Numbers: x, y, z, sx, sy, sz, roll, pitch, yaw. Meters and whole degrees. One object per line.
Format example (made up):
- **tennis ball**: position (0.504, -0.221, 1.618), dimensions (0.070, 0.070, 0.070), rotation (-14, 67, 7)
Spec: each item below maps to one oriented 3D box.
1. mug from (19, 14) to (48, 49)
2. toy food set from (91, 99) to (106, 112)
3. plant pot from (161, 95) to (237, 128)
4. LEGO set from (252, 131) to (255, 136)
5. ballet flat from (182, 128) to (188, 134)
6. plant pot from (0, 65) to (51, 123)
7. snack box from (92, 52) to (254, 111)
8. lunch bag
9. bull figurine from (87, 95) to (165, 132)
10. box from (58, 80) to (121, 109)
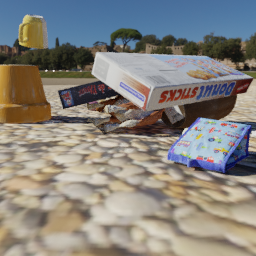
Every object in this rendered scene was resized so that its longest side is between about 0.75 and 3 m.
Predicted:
- **mug**: position (-3.206, -3.312, 9.617), dimensions (0.970, 0.994, 1.211), rotation (3, 27, -20)
- **toy food set**: position (-0.955, -0.861, 11.744), dimensions (1.393, 0.345, 2.192), rotation (-6, 20, -29)
- **plant pot**: position (1.778, -0.736, 7.838), dimensions (1.790, 1.790, 1.916), rotation (10, 28, 43)
- **LEGO set**: position (4.192, 0.245, 5.758), dimensions (1.932, 0.635, 2.586), rotation (-4, 1, -12)
- **ballet flat**: position (1.304, 0.201, 5.981), dimensions (0.279, 0.302, 0.895), rotation (-12, 12, -10)
- **plant pot**: position (-3.590, -1.178, 9.308), dimensions (1.934, 1.771, 1.934), rotation (0, 10, 0)
- **snack box**: position (0.807, -0.728, 3.932), dimensions (2.629, 0.320, 0.945), rotation (-13, 40, -45)
- **lunch bag**: position (1.353, 0.332, 4.712), dimensions (0.980, 0.613, 1.302), rotation (12, 25, 38)
- **bull figurine**: position (-0.123, -0.495, 7.973), dimensions (1.706, 0.915, 2.810), rotation (-15, 8, -22)
- **box**: position (-0.564, -1.133, 8.012), dimensions (2.708, 0.510, 1.849), rotation (-15, 8, -9)
